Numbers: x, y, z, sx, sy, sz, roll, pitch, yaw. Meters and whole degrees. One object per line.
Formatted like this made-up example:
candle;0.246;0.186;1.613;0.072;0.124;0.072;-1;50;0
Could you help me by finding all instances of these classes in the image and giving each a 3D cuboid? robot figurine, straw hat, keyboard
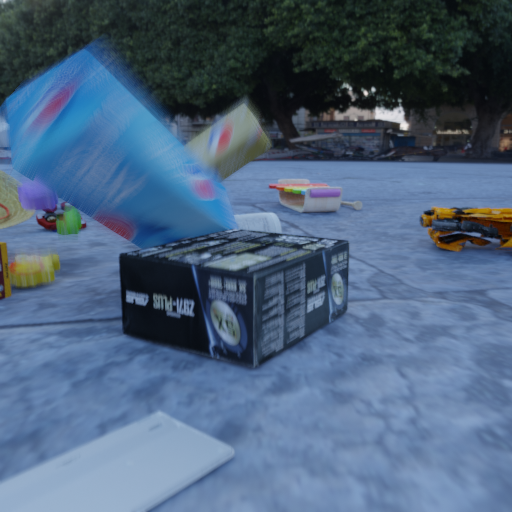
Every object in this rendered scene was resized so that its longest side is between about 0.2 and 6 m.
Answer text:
robot figurine;4.758;-0.539;11.403;2.797;0.814;2.028;3;12;9
straw hat;-5.706;-0.538;9.795;3.510;1.485;3.510;14;24;-6
keyboard;-1.397;1.589;3.238;0.814;0.154;2.894;17;20;39

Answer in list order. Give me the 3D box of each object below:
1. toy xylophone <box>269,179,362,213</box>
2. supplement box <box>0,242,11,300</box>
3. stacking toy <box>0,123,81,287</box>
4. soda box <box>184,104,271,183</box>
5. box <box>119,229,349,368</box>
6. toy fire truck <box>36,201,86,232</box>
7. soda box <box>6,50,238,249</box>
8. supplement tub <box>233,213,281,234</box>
toy xylophone;1.899;-1.926;17.836;2.333;0.801;3.187;-4;13;-22
supplement box;-4.282;0.267;7.669;1.215;0.807;1.198;4;13;19
stacking toy;-3.554;-1.180;9.349;0.726;2.329;3.089;0;23;-7
soda box;-0.990;-2.243;12.713;2.527;0.856;0.809;-32;-31;10
box;-0.173;0.356;6.768;1.869;0.983;2.282;7;14;31
toy fire truck;-4.797;-0.885;13.755;1.071;0.601;0.900;-8;33;-28
soda box;-1.608;-1.041;7.837;1.235;1.168;3.642;-26;-30;14
supplement tub;-0.203;-0.427;10.939;1.209;0.797;0.797;-6;13;-25
